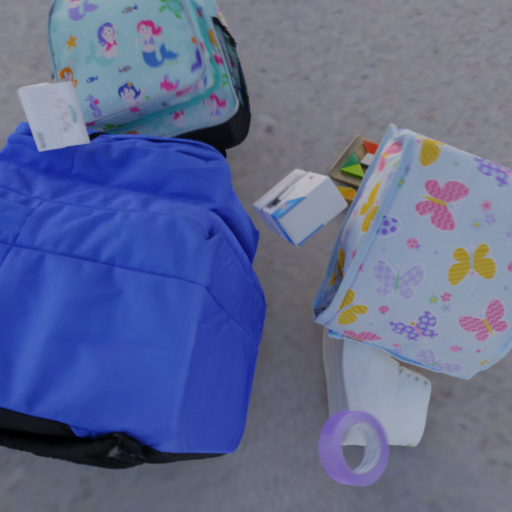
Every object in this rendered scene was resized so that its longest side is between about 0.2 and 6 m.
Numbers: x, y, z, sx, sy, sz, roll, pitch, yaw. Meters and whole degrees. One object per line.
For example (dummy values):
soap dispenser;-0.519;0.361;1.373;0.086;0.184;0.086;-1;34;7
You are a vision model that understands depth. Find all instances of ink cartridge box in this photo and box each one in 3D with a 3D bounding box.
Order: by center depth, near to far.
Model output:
ink cartridge box;-2.142;-1.505;6.010;0.599;0.680;0.152;-7;26;6
ink cartridge box;0.552;-0.685;7.589;0.867;1.199;0.505;-39;110;-5

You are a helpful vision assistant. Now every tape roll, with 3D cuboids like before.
tape roll;1.193;2.332;6.817;0.861;0.282;0.861;8;73;-27

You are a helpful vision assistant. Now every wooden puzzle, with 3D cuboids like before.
wooden puzzle;2.041;-1.634;9.988;1.267;0.220;1.878;20;63;24

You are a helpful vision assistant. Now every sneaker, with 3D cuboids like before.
sneaker;1.796;1.612;8.318;1.410;0.899;2.440;9;58;-13

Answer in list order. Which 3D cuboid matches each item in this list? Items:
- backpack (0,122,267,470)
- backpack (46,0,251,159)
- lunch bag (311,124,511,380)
backpack;-2.402;0.454;7.212;4.680;3.803;3.927;7;67;13
backpack;-1.698;-3.029;8.462;2.742;2.325;3.089;-15;77;10
lunch bag;2.339;0.036;7.527;2.473;1.854;2.916;20;107;-2
